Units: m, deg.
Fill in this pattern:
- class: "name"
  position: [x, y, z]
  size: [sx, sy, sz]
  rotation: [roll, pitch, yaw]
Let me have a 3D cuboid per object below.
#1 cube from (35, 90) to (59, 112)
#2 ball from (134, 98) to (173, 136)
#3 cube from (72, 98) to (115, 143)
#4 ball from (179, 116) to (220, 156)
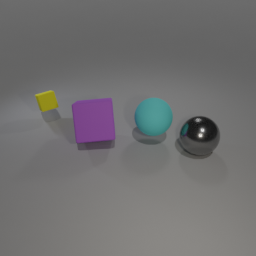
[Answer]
- class: "cube"
  position: [-3.389, -1.127, 11.690]
  size: [0.700, 0.700, 0.700]
  rotation: [-20, 17, -21]
- class: "ball"
  position: [0.936, -0.410, 10.280]
  size: [1.400, 1.400, 1.400]
  rotation: [0, 32, 0]
- class: "cube"
  position: [-1.227, -0.320, 10.399]
  size: [1.400, 1.400, 1.400]
  rotation: [-5, 11, -2]
- class: "ball"
  position: [2.521, 0.272, 9.877]
  size: [1.400, 1.400, 1.400]
  rotation: [0, 32, 0]
